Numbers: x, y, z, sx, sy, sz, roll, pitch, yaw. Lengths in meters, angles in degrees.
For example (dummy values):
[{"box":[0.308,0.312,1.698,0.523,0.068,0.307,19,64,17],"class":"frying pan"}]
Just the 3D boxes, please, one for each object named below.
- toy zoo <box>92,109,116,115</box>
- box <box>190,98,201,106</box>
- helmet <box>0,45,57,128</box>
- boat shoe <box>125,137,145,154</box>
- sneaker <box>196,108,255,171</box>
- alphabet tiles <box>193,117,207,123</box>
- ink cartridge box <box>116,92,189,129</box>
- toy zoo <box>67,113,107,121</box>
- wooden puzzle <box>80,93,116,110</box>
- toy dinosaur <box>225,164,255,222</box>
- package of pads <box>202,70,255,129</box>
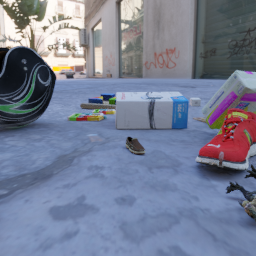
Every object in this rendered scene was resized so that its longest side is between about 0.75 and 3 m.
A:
[{"box":[-1.081,-0.779,13.539,1.215,0.124,0.797,0,13,0],"class":"toy zoo"},{"box":[3.885,-1.509,16.188,0.505,0.396,0.813,1,13,4],"class":"box"},{"box":[-4.301,-1.401,10.058,2.991,2.851,2.991,29,-16,9],"class":"helmet"},{"box":[0.170,0.445,7.572,0.347,0.347,0.939,-6,14,-27],"class":"boat shoe"},{"box":[2.453,0.170,6.699,1.135,1.251,2.947,8,16,32],"class":"sneaker"},{"box":[3.881,-0.270,11.426,1.633,0.074,1.953,-4,13,-18],"class":"alphabet tiles"},{"box":[0.836,-0.716,10.834,2.625,1.127,1.922,1,17,-3],"class":"ink cartridge box"},{"box":[-1.694,-0.478,12.067,1.583,0.162,1.039,0,13,6],"class":"toy zoo"},{"box":[-0.837,-1.519,15.617,2.664,0.666,2.876,5,13,23],"class":"wooden puzzle"},{"box":[2.228,1.056,4.688,1.919,0.455,0.846,-10,30,-38],"class":"toy dinosaur"},{"box":[3.733,-0.766,8.590,2.489,1.923,0.849,-1,55,-26],"class":"package of pads"}]
